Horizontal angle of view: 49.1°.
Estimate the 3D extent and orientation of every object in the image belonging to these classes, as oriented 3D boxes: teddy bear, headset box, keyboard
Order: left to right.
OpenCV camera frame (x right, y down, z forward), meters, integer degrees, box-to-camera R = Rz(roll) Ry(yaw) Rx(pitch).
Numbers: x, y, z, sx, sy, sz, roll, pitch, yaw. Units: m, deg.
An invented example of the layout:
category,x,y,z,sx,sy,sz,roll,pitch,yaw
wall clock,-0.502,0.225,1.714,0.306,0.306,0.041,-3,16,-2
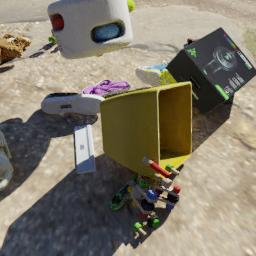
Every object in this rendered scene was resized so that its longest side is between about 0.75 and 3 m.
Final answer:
category,x,y,z,sx,sy,sz,roll,pitch,yaw
teddy bear,-6.026,-3.794,13.675,2.167,0.998,2.988,7,37,-3
keyboard,-1.488,0.656,9.578,0.602,0.114,2.140,-11,45,-4
headset box,3.214,-2.213,10.900,2.821,1.308,2.456,-34,85,-31

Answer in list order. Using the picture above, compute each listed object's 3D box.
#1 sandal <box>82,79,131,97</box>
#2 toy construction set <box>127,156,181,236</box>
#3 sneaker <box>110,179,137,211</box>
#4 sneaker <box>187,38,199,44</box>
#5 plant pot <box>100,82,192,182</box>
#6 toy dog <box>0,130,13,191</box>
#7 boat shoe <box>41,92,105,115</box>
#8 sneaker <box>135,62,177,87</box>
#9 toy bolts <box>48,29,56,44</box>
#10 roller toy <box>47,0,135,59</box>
category,x,y,z,sx,sy,sz,roll,pitch,yaw
sandal,-0.930,-1.761,11.738,2.095,0.515,0.853,-13,46,-13
toy construction set,0.505,1.507,7.561,1.573,1.887,1.450,-25,44,-35
sneaker,-0.107,1.873,7.893,0.402,0.439,1.031,31,69,23
sneaker,3.514,-4.513,14.727,0.838,0.296,0.410,8,44,12
plant pot,0.499,-0.097,8.470,2.132,2.418,2.417,6,15,32
toy dog,-4.761,1.066,8.315,2.332,1.627,2.261,-18,78,-19
boat shoe,-2.066,-1.046,10.780,2.544,0.873,0.720,0,44,3
sneaker,1.657,-2.392,11.861,2.607,0.987,1.369,17,69,1
toy bolts,-3.529,-4.799,14.681,1.008,0.962,0.699,28,42,2
roller toy,-1.284,-3.506,9.756,2.946,2.059,2.687,-5,24,18
